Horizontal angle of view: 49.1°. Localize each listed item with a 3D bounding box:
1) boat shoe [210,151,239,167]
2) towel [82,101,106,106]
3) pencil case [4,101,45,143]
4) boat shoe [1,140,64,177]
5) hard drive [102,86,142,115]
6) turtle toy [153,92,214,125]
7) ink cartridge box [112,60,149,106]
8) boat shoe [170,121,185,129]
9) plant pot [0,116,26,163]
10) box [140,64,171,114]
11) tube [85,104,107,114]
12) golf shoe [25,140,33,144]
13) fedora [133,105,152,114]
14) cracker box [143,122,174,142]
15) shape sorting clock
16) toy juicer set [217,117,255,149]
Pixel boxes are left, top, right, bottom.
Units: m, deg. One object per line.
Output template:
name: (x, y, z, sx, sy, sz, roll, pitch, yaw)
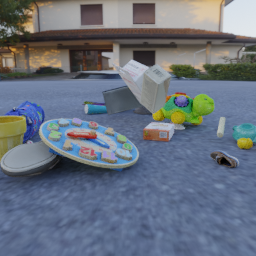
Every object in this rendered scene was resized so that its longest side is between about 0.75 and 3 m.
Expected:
boat shoe: (2.505, 0.819, 7.452, 0.311, 0.310, 0.858, -11, 16, -34)
towel: (-1.120, -1.370, 16.519, 2.632, 0.300, 1.890, 5, 4, 24)
pencil case: (-3.819, -0.296, 10.296, 1.122, 1.249, 2.876, -3, 12, -8)
boat shoe: (-2.166, 0.748, 7.164, 0.926, 0.789, 2.769, 22, 21, 9)
hard drive: (-0.270, -1.460, 14.157, 1.830, 1.277, 0.301, -15, 32, -4)
turtle toy: (2.411, -0.827, 11.855, 2.606, 1.317, 1.899, 11, 7, 44)
ink cartridge box: (0.617, -2.066, 12.811, 0.946, 2.789, 1.606, -44, 39, -5)
boat shoe: (2.056, -0.136, 11.697, 0.315, 0.300, 0.876, -5, 14, -22)
plant pot: (-3.443, 0.309, 7.808, 1.211, 1.139, 1.211, 0, 13, 0)
box: (0.985, -1.398, 10.318, 0.657, 1.691, 0.803, -35, 65, -23)
tube: (-1.386, -1.024, 15.398, 1.962, 0.495, 0.760, -1, 11, -29)
golf shoe: (-2.808, 0.665, 8.118, 0.480, 0.379, 1.043, 10, 16, -17)
fedora: (0.933, -1.207, 15.562, 1.362, 0.695, 1.540, 2, 13, 7)
cracker box: (1.165, 0.114, 10.356, 0.927, 0.399, 1.383, 4, 13, 16)
shape sorting clock: (-0.978, 0.302, 7.452, 2.678, 0.525, 2.678, 18, 21, -7)
toy juicer set: (3.863, 0.312, 9.357, 2.265, 0.616, 1.441, 15, 38, 40)
